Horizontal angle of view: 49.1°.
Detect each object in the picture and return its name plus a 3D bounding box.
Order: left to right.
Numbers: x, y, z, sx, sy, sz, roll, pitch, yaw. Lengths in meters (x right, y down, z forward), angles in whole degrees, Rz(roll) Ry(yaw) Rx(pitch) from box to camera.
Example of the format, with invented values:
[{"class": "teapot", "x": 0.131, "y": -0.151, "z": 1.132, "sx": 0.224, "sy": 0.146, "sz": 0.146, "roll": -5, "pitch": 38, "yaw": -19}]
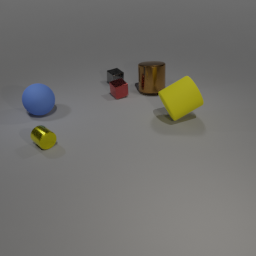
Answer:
[{"class": "ball", "x": -3.943, "y": -1.260, "z": 12.377, "sx": 1.400, "sy": 1.400, "sz": 1.400, "roll": 0, "pitch": 31, "yaw": 0}, {"class": "cylinder", "x": -3.125, "y": 0.342, "z": 10.366, "sx": 0.700, "sy": 0.700, "sz": 0.700, "roll": -27, "pitch": 40, "yaw": -37}, {"class": "cube", "x": -0.705, "y": -2.824, "z": 15.557, "sx": 0.700, "sy": 0.700, "sz": 0.700, "roll": -22, "pitch": 44, "yaw": -27}, {"class": "cube", "x": -0.454, "y": -1.980, "z": 14.070, "sx": 0.700, "sy": 0.700, "sz": 0.700, "roll": -23, "pitch": 44, "yaw": -20}, {"class": "cylinder", "x": 1.235, "y": -2.646, "z": 14.507, "sx": 1.400, "sy": 1.400, "sz": 1.400, "roll": -2, "pitch": 23, "yaw": 1}, {"class": "cylinder", "x": 2.205, "y": -1.238, "z": 11.744, "sx": 1.400, "sy": 1.400, "sz": 1.400, "roll": -30, "pitch": 33, "yaw": 5}]
